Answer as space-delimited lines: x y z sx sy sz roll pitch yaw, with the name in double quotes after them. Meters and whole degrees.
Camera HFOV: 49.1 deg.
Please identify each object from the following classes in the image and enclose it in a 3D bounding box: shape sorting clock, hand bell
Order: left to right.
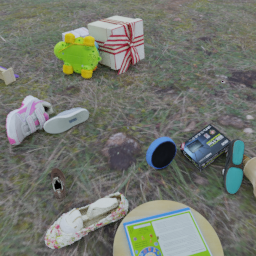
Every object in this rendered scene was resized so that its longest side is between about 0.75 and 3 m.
1.080 3.325 7.567 2.958 0.580 2.958 1 43 -1 "shape sorting clock"
4.072 1.079 9.891 1.491 1.491 2.864 -14 32 -16 "hand bell"

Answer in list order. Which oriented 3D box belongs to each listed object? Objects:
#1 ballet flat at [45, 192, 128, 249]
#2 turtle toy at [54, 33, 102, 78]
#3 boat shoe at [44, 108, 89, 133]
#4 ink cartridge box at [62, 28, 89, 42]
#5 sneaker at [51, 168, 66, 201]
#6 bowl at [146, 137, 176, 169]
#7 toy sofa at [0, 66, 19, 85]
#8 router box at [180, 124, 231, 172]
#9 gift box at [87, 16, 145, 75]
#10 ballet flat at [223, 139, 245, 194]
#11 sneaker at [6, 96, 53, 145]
-1.202 2.570 8.241 2.663 0.851 1.007 -22 48 -22 "ballet flat"
-2.728 -3.959 15.008 2.943 2.144 1.487 15 22 15 "turtle toy"
-2.634 -0.349 11.814 1.965 0.686 0.700 -23 29 -23 "boat shoe"
-3.205 -5.753 17.865 1.591 0.683 1.165 -26 48 -28 "ink cartridge box"
-2.336 1.766 9.415 0.475 0.509 1.347 -14 44 -16 "sneaker"
1.201 0.898 9.860 1.201 1.201 0.236 -21 33 -23 "bowl"
-6.670 -3.002 14.669 1.854 0.768 0.905 24 48 25 "toy sofa"
2.852 0.698 10.315 1.520 0.472 1.139 -35 50 -8 "router box"
-0.646 -4.545 15.291 2.684 2.477 2.506 -35 43 -29 "gift box"
3.598 1.309 9.584 0.639 0.642 1.878 15 84 -5 "ballet flat"
-3.939 -0.380 11.407 1.213 1.119 2.750 5 42 9 "sneaker"
